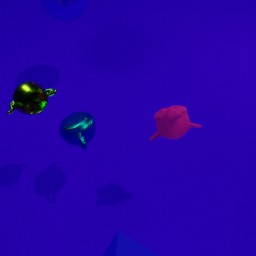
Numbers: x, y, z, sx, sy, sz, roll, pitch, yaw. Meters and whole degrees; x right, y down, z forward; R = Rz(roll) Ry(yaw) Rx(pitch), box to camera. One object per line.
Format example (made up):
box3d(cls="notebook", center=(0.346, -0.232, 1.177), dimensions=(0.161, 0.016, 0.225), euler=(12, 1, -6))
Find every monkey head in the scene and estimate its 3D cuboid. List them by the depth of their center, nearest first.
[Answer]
box3d(cls="monkey head", center=(0.895, -0.074, 5.457), dimensions=(1.079, 0.776, 0.650), euler=(-15, 100, 2))

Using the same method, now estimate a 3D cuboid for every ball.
box3d(cls="ball", center=(-1.753, -3.673, 7.722), dimensions=(1.382, 1.382, 1.382), euler=(0, 57, 0))

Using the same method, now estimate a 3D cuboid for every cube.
box3d(cls="cube", center=(-0.024, 1.993, 3.763), dimensions=(0.706, 0.706, 0.706), euler=(31, 96, -3))

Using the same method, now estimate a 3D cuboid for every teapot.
box3d(cls="teapot", center=(-2.002, -0.569, 5.763), dimensions=(1.158, 0.720, 0.567), euler=(-30, 38, -31))
box3d(cls="teapot", center=(-1.096, 0.038, 6.300), dimensions=(0.844, 0.665, 1.358), euler=(-25, 35, -1))
